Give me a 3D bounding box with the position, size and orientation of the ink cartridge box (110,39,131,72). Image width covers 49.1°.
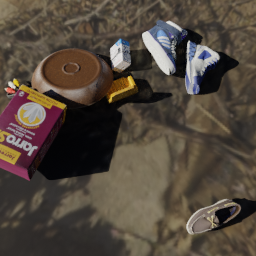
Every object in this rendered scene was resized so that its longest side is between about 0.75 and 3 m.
[{"bbox_3d":[-0.232,-2.202,8.560,0.338,0.580,0.802,12,62,-36],"label":"ink cartridge box"}]

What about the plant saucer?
[{"bbox_3d":[-1.625,-1.597,8.141,2.389,0.437,2.389,1,54,-1],"label":"plant saucer"}]

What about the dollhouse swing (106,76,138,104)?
[{"bbox_3d":[-0.237,-1.203,8.019,0.899,0.790,0.817,-22,70,-6],"label":"dollhouse swing"}]

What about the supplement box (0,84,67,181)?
[{"bbox_3d":[-2.587,0.108,7.103,1.294,1.020,1.976,25,62,-4],"label":"supplement box"}]

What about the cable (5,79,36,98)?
[{"bbox_3d":[-3.123,-1.055,7.964,1.209,0.304,0.587,23,71,41],"label":"cable"}]

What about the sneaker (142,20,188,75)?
[{"bbox_3d":[1.386,-2.591,8.653,1.324,0.729,1.809,-27,63,-5],"label":"sneaker"}]

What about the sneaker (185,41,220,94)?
[{"bbox_3d":[2.260,-1.873,8.390,0.991,0.693,1.717,4,65,4],"label":"sneaker"}]

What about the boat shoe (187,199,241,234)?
[{"bbox_3d":[2.040,2.119,6.640,1.380,0.411,0.496,-22,90,-15],"label":"boat shoe"}]
